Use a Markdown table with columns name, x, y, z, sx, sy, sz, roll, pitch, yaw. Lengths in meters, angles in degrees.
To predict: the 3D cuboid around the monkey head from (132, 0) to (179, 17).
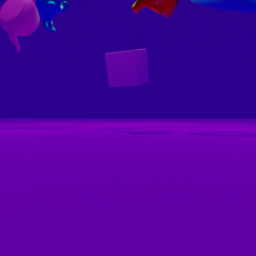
| name | x | y | z | sx | sy | sz | roll | pitch | yaw |
| --- | --- | --- | --- | --- | --- | --- | --- | --- | --- |
| monkey head | 0.638 | -2.813 | 6.263 | 0.827 | 0.987 | 1.372 | 45 | 13 | 6 |

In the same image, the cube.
| name | x | y | z | sx | sy | sz | roll | pitch | yaw |
| --- | --- | --- | --- | --- | --- | --- | --- | --- | --- |
| cube | -0.004 | -1.603 | 7.433 | 0.864 | 0.864 | 0.864 | 0 | 16 | 21 |

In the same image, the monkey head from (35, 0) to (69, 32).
| name | x | y | z | sx | sy | sz | roll | pitch | yaw |
| --- | --- | --- | --- | --- | --- | --- | --- | --- | --- |
| monkey head | -2.438 | -3.692 | 8.842 | 0.924 | 1.103 | 1.533 | -22 | 7 | 25 |

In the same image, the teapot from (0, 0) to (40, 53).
| name | x | y | z | sx | sy | sz | roll | pitch | yaw |
| --- | --- | --- | --- | --- | --- | --- | --- | --- | --- |
| teapot | -2.508 | -2.532 | 6.600 | 0.930 | 1.495 | 0.732 | 8 | -14 | 25 |

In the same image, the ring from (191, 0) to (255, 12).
| name | x | y | z | sx | sy | sz | roll | pitch | yaw |
| --- | --- | --- | --- | --- | --- | --- | --- | --- | --- |
| ring | 2.260 | -2.752 | 5.760 | 2.043 | 0.409 | 2.043 | 2 | 32 | -1 |
